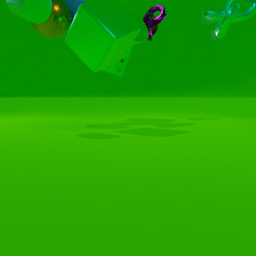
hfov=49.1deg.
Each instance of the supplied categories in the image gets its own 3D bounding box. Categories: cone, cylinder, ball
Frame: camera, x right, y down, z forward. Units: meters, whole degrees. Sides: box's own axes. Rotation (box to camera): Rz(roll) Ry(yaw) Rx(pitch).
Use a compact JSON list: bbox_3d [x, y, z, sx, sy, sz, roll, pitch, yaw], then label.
[{"bbox_3d":[-0.450,-2.969,9.573,1.669,1.669,1.675,-5,-28,-38],"label":"cone"},{"bbox_3d":[-1.920,-4.024,9.548,0.964,0.964,0.964,39,8,-1],"label":"cylinder"},{"bbox_3d":[-2.364,-2.995,6.725,0.774,0.774,0.774,30,22,30],"label":"cylinder"},{"bbox_3d":[-2.404,-3.470,8.692,1.281,1.281,1.281,0,7,0],"label":"ball"}]

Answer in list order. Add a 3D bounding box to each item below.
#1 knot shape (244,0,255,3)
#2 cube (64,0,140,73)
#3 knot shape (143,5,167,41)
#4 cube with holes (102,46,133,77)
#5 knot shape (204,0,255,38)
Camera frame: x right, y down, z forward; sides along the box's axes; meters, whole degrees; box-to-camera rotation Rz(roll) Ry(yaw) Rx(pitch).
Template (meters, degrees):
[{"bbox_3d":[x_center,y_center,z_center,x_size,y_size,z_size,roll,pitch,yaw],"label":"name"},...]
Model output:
[{"bbox_3d":[3.590,-3.725,7.314,1.470,0.726,1.571,35,-16,19],"label":"knot shape"},{"bbox_3d":[-0.687,-2.472,7.475,1.236,1.236,1.236,-39,-6,-46],"label":"cube"},{"bbox_3d":[0.889,-4.202,11.493,0.769,1.665,1.558,30,35,-5],"label":"knot shape"},{"bbox_3d":[-0.541,-2.945,10.815,1.229,1.229,1.229,18,34,-5],"label":"cube with holes"},{"bbox_3d":[3.254,-3.791,9.231,0.786,1.702,1.593,44,-2,-31],"label":"knot shape"}]
